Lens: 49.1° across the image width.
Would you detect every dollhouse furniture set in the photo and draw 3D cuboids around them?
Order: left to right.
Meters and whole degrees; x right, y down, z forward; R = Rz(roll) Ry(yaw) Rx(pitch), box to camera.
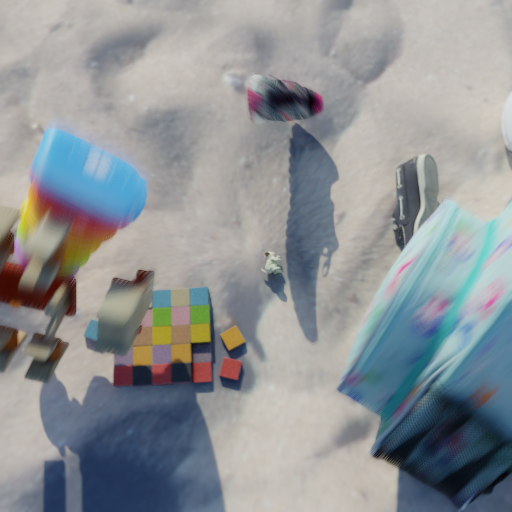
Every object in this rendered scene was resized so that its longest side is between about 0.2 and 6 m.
[{"bbox_3d":[-2.554,0.522,7.366,2.166,2.190,1.128,13,34,-1],"label":"dollhouse furniture set"}]

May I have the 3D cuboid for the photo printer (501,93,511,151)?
[{"bbox_3d":[5.089,-2.331,9.935,1.407,0.489,1.171,11,71,3],"label":"photo printer"}]

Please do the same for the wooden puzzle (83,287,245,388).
[{"bbox_3d":[-1.457,1.268,8.851,2.555,0.179,1.515,-3,71,-1],"label":"wooden puzzle"}]

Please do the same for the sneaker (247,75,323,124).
[{"bbox_3d":[0.452,-2.593,9.231,0.708,1.897,0.765,6,106,30],"label":"sneaker"}]

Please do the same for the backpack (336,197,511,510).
[{"bbox_3d":[2.841,0.823,6.807,2.688,3.571,3.170,36,43,8],"label":"backpack"}]

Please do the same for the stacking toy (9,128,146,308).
[{"bbox_3d":[-2.839,-0.232,7.901,1.502,1.589,2.737,27,114,-26],"label":"stacking toy"}]

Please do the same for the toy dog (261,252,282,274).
[{"bbox_3d":[0.248,0.105,9.252,0.351,0.253,0.362,-18,69,16],"label":"toy dog"}]

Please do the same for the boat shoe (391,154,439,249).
[{"bbox_3d":[2.638,-0.664,9.416,0.658,0.762,2.098,-7,71,43],"label":"boat shoe"}]
